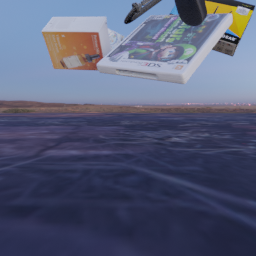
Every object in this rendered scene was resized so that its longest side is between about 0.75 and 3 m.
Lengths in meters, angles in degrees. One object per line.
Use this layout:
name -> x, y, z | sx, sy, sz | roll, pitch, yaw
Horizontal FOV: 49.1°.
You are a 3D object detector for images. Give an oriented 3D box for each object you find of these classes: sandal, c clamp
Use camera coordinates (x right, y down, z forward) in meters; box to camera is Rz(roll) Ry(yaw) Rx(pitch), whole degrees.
sandal -> 1.297, -3.446, 6.241 | 0.930, 0.523, 2.445 | 25, -21, 32
c clamp -> 0.790, -3.926, 8.318 | 2.262, 0.306, 1.932 | -37, 9, 3

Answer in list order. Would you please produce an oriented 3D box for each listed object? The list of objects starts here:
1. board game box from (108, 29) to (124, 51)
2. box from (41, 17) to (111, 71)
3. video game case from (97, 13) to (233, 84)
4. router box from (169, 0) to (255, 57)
board game box -> -0.830, -4.080, 13.294 | 1.025, 1.030, 0.223 | 21, 4, -20
box -> -1.637, -2.816, 9.376 | 1.918, 1.460, 1.020 | 4, 47, 12
video game case -> 0.989, -2.301, 7.588 | 2.656, 0.341, 2.922 | 16, 52, 35
router box -> 2.666, -3.569, 9.289 | 2.429, 1.812, 0.620 | 24, -21, 16
